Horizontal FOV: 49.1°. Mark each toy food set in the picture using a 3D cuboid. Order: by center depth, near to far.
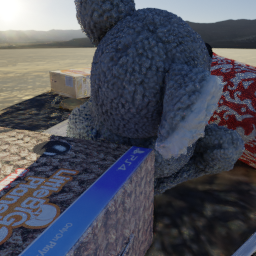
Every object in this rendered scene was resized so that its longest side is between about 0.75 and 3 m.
[{"bbox_3d":[-1.796,-0.739,9.043,1.238,0.248,0.855,6,26,1],"label":"toy food set"}]

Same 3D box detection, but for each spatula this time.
[{"bbox_3d":[1.012,1.526,2.172,1.768,0.142,1.229,-23,23,-30],"label":"spatula"}]

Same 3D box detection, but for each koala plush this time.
[{"bbox_3d":[0.200,-0.301,3.334,2.339,2.257,2.545,-27,-19,-10],"label":"koala plush"}]

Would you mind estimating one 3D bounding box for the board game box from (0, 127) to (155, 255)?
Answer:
[{"bbox_3d":[-1.197,0.910,2.626,2.440,1.182,1.946,7,20,21],"label":"board game box"}]

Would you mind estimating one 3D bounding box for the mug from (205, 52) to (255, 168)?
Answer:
[{"bbox_3d":[2.442,-0.429,5.577,2.577,1.937,2.903,-9,24,-21],"label":"mug"}]

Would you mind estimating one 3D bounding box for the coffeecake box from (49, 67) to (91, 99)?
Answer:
[{"bbox_3d":[-1.645,-1.905,11.367,2.379,0.869,1.826,-18,26,-42],"label":"coffeecake box"}]

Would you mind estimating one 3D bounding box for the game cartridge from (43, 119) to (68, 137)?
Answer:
[{"bbox_3d":[-1.243,0.085,6.512,1.017,0.301,1.569,3,19,21],"label":"game cartridge"}]
